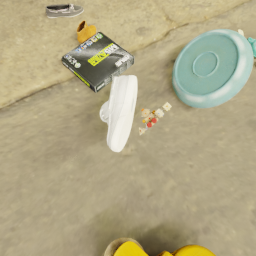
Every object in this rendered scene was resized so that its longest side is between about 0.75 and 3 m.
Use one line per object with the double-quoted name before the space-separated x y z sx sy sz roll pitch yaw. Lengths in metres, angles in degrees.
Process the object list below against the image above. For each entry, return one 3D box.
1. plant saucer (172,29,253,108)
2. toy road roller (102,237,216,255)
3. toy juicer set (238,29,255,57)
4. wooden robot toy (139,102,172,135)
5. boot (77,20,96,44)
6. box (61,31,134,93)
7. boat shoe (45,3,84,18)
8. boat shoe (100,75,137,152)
"plant saucer" 2.759 -2.158 9.770 2.974 0.408 2.974 -14 67 35
"toy road roller" 0.912 3.680 7.111 2.965 1.822 2.164 39 56 13
"toy juicer set" 5.330 -3.076 11.455 2.127 0.579 1.353 17 78 2
"wooden robot toy" 0.612 -0.363 7.817 1.196 0.527 0.543 -43 89 13
"boot" -1.719 -4.137 11.724 0.486 0.989 1.381 18 63 9
"box" -1.197 -2.693 11.220 2.143 0.509 2.070 -40 66 -19
"boat shoe" -2.874 -5.361 12.668 1.708 0.487 0.571 -11 62 -6
"boat shoe" -0.326 -0.498 7.804 0.857 0.901 2.501 5 63 12
